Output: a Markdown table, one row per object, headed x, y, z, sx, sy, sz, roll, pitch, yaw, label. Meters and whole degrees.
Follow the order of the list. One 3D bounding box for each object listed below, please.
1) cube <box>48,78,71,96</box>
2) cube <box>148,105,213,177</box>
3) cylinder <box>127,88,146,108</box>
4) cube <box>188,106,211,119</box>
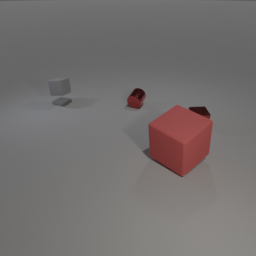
| x | y | z | sx | sy | sz | roll | pitch | yaw | label |
| --- | --- | --- | --- | --- | --- | --- | --- | --- | --- |
| -3.152 | -1.911 | 12.948 | 0.700 | 0.700 | 0.700 | 3 | 21 | 23 | cube |
| 1.630 | 0.361 | 8.815 | 1.400 | 1.400 | 1.400 | -33 | 46 | -30 | cube |
| 0.399 | -1.389 | 13.073 | 0.700 | 0.700 | 0.700 | 12 | 45 | 21 | cylinder |
| 2.833 | -0.395 | 11.290 | 0.700 | 0.700 | 0.700 | -3 | 34 | -5 | cube |
